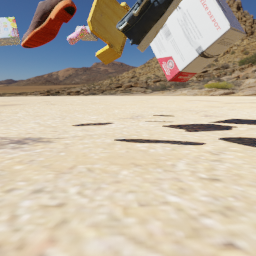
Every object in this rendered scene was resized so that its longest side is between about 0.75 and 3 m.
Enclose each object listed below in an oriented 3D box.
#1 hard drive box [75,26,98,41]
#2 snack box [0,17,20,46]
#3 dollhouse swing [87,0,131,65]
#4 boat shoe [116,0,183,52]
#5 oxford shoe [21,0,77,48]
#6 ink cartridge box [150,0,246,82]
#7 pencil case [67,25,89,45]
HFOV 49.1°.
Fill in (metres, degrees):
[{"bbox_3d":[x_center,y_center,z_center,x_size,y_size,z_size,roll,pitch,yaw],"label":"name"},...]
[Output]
[{"bbox_3d":[-1.689,-3.905,11.597,0.791,0.304,0.617,10,-14,26],"label":"hard drive box"},{"bbox_3d":[-3.859,-2.983,8.663,0.853,1.011,0.342,-11,-34,-20],"label":"snack box"},{"bbox_3d":[-0.689,-2.842,7.922,1.291,1.469,1.335,22,-14,-29],"label":"dollhouse swing"},{"bbox_3d":[0.529,-2.457,4.916,0.923,1.117,2.984,33,-17,-7],"label":"boat shoe"},{"bbox_3d":[-1.694,-2.205,5.754,1.510,0.548,0.538,-32,-11,24],"label":"oxford shoe"},{"bbox_3d":[2.119,-2.983,9.090,1.081,1.863,2.583,-7,-22,-43],"label":"ink cartridge box"},{"bbox_3d":[-1.680,-3.115,9.394,0.761,0.333,0.333,-29,-3,20],"label":"pencil case"}]
